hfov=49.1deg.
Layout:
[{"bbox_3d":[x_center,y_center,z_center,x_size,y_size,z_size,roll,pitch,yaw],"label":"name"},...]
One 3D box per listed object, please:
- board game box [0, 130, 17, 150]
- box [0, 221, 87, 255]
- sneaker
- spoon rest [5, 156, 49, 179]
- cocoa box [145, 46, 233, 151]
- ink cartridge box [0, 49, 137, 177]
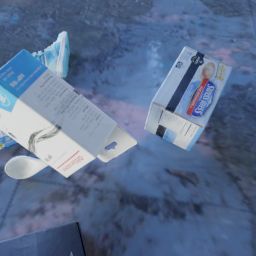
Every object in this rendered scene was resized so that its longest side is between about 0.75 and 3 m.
[{"bbox_3d":[-2.961,-0.325,7.148,1.448,0.413,1.479,-25,58,-17],"label":"board game box"},{"bbox_3d":[-1.634,2.635,4.829,1.942,0.495,1.532,-9,55,-19],"label":"box"},{"bbox_3d":[-2.339,-2.241,8.311,1.123,0.684,1.720,-1,55,-3],"label":"sneaker"},{"bbox_3d":[-2.059,0.745,6.178,1.299,0.645,0.394,-26,41,-4],"label":"spoon rest"},{"bbox_3d":[1.385,-0.667,6.500,1.225,1.245,1.867,27,64,10],"label":"cocoa box"},{"bbox_3d":[-1.310,0.008,5.330,2.629,1.523,0.877,39,53,-11],"label":"ink cartridge box"}]
